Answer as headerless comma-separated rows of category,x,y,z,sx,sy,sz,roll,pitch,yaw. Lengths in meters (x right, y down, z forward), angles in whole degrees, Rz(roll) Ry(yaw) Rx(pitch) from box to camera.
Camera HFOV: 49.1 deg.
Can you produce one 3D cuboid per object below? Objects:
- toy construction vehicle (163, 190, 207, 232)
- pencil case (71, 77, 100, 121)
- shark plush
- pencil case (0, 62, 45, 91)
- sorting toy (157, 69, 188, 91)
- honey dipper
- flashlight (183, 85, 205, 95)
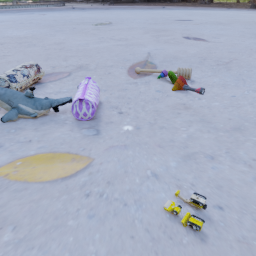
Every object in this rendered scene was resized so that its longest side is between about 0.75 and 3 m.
toy construction vehicle,1.345,1.838,6.280,0.950,0.335,0.827,17,44,33
pencil case,-1.605,-1.183,10.923,0.972,0.990,2.315,4,30,-5
shark plush,-3.562,-0.945,10.261,2.885,1.202,1.311,5,30,9
pencil case,-4.905,-2.248,12.791,1.161,1.010,2.597,23,33,7
sorting toy,2.009,-2.236,13.398,0.707,0.712,2.053,-35,37,-7
honey dipper,1.778,-2.896,14.539,2.976,0.565,0.565,6,30,18
flashlight,2.467,-1.448,10.457,0.803,0.272,0.273,23,79,37
